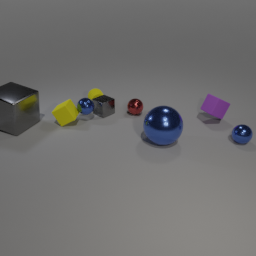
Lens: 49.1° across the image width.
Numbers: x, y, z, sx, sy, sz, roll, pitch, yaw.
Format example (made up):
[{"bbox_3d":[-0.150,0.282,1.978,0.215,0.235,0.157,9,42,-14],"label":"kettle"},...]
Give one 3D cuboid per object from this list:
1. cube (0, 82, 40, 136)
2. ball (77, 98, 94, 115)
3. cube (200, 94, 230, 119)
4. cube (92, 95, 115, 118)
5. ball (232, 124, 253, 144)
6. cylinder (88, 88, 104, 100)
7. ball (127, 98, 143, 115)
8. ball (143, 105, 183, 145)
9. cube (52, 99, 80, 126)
[{"bbox_3d":[-4.437,-0.777,10.873,1.400,1.400,1.400,19,34,16],"label":"cube"},{"bbox_3d":[-1.723,-0.884,11.390,0.700,0.700,0.700,0,29,0],"label":"ball"},{"bbox_3d":[3.488,-0.866,11.207,0.700,0.700,0.700,17,16,-30],"label":"cube"},{"bbox_3d":[-1.048,-0.940,12.062,0.700,0.700,0.700,25,38,37],"label":"cube"},{"bbox_3d":[4.074,0.216,10.001,0.700,0.700,0.700,0,29,0],"label":"ball"},{"bbox_3d":[-1.430,-1.369,12.819,0.700,0.700,0.700,-9,31,-16],"label":"cylinder"},{"bbox_3d":[0.314,-0.920,12.016,0.700,0.700,0.700,0,29,0],"label":"ball"},{"bbox_3d":[1.235,-0.091,9.857,1.400,1.400,1.400,0,29,0],"label":"ball"},{"bbox_3d":[-2.490,-0.620,11.229,0.700,0.700,0.700,-24,23,18],"label":"cube"}]
